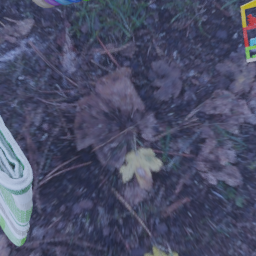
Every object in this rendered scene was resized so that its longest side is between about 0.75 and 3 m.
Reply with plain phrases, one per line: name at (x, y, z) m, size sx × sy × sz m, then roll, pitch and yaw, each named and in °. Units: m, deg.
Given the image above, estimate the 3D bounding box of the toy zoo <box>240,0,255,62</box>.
toy zoo at (2.706, -2.023, 5.481) m, size 0.858 × 0.134 × 1.308 m, roll -9°, pitch 111°, yaw 20°

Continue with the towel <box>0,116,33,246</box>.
towel at (-2.148, 0.615, 4.274) m, size 0.441 × 2.874 × 2.144 m, roll -24°, pitch 67°, yaw -34°

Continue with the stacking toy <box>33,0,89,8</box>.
stacking toy at (-0.826, -3.015, 5.561) m, size 2.593 × 1.107 × 1.107 m, roll 12°, pitch 77°, yaw 29°
